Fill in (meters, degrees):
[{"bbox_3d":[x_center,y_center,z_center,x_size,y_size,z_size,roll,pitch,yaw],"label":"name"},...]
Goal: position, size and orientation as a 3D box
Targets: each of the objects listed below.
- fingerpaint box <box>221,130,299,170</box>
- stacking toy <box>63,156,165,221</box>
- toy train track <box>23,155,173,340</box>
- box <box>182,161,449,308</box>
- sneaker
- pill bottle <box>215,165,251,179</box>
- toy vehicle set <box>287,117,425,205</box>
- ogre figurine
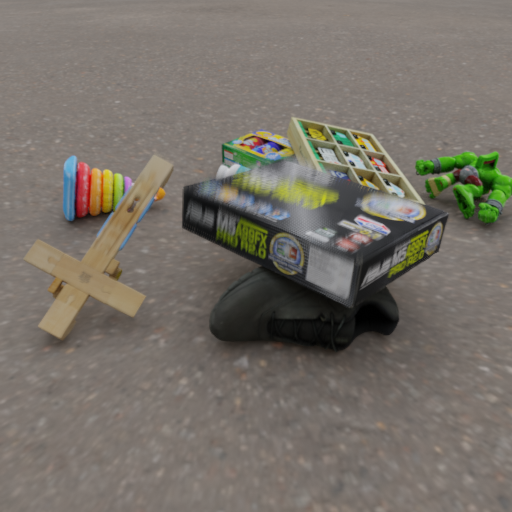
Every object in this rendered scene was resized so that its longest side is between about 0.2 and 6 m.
[{"bbox_3d":[0.256,-2.677,14.987,1.548,0.680,1.855,-28,42,-35],"label":"fingerpaint box"},{"bbox_3d":[-3.239,-1.469,12.910,2.276,1.249,1.321,2,29,-18],"label":"stacking toy"},{"bbox_3d":[-2.580,-0.180,9.995,2.113,0.599,3.683,28,70,2],"label":"toy train track"},{"bbox_3d":[0.982,-0.628,9.849,3.694,0.818,2.959,25,33,35],"label":"box"},{"bbox_3d":[0.857,0.912,9.135,3.235,1.228,1.468,-12,41,-14],"label":"sneaker"},{"bbox_3d":[-0.241,-1.666,13.136,1.384,0.767,0.767,21,36,5],"label":"pill bottle"},{"bbox_3d":[2.266,-2.204,13.728,2.399,0.512,3.862,8,34,-15],"label":"toy vehicle set"},{"bbox_3d":[5.048,-1.731,13.129,1.455,1.191,2.427,-25,27,-14],"label":"ogre figurine"}]
